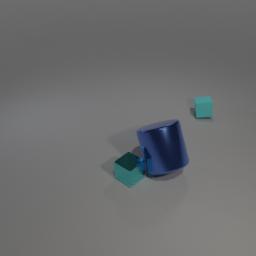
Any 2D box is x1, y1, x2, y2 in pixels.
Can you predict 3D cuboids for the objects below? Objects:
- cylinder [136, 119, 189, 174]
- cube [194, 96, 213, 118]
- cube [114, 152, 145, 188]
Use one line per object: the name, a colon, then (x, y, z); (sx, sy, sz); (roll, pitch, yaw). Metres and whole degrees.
cylinder: (1.103, 0.574, 8.904); (1.400, 1.400, 1.400); (-15, 7, 2)
cube: (3.302, -0.920, 12.259); (0.700, 0.700, 0.700); (-4, 25, 11)
cube: (0.051, 1.300, 8.824); (0.700, 0.700, 0.700); (25, 41, 35)
